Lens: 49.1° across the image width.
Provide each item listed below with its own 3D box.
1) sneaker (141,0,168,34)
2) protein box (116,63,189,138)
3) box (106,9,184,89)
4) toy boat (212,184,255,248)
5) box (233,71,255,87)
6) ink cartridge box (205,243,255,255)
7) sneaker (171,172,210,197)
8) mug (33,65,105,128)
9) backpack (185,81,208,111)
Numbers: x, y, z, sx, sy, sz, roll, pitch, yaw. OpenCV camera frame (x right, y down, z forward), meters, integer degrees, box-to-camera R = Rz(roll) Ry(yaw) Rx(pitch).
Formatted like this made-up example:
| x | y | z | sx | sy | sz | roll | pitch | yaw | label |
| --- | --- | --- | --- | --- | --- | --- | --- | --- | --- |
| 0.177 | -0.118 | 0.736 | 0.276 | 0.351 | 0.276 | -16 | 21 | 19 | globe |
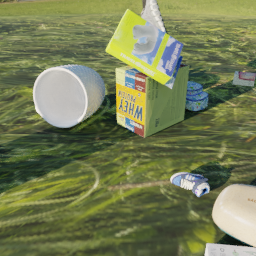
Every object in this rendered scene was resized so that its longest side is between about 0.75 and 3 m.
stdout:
| x | y | z | sx | sy | sz | roll | pitch | yaw | label |
| --- | --- | --- | --- | --- | --- | --- | --- | --- | --- |
| 0.449 | -3.573 | 9.782 | 1.528 | 0.993 | 2.647 | -18 | 65 | 9 | sneaker |
| 0.773 | -1.046 | 9.025 | 1.954 | 1.940 | 1.318 | -23 | 35 | -37 | protein box |
| 0.591 | -2.123 | 7.630 | 2.098 | 0.500 | 1.279 | 28 | 65 | -12 | box |
| 2.726 | 1.519 | 5.337 | 1.768 | 0.977 | 2.103 | 16 | 38 | 37 | toy boat |
| 5.399 | -2.288 | 13.013 | 0.916 | 0.499 | 0.586 | 11 | 29 | 20 | box |
| 1.626 | 2.457 | 4.011 | 0.839 | 0.331 | 1.688 | 4 | 26 | 7 | ink cartridge box |
| 1.415 | 1.282 | 6.270 | 0.819 | 0.330 | 0.599 | 3 | 23 | -6 | sneaker |
| -2.019 | -1.091 | 9.548 | 2.530 | 1.868 | 2.218 | -21 | 9 | 22 | mug |
| 2.357 | -1.187 | 10.473 | 1.101 | 0.884 | 1.203 | -23 | 39 | -31 | backpack |
